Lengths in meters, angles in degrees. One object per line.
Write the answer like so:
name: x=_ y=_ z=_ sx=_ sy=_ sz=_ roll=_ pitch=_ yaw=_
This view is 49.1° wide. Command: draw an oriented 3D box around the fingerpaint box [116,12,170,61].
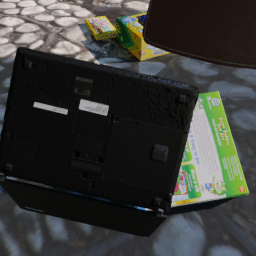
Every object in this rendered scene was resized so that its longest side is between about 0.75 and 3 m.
fingerpaint box: x=1.187 y=-4.033 z=11.733 sx=2.740 sy=1.005 sz=2.286 roll=-19 pitch=46 yaw=-19

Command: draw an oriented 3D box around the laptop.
laptop: x=-0.402 y=0.363 z=3.295 sx=1.851 sy=2.089 sz=1.079 roll=12 pitch=5 yaw=0

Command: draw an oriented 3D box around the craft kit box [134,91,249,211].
craft kit box: x=1.163 y=0.475 z=6.389 sx=2.470 sy=0.607 sz=2.501 roll=-7 pitch=71 yaw=-5

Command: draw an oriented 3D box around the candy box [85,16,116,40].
candy box: x=-1.244 y=-4.651 z=12.955 sx=1.029 sy=0.266 sz=2.014 roll=-13 pitch=44 yaw=-17

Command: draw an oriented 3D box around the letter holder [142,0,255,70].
letter holder: x=1.980 y=-2.103 z=5.206 sx=2.899 sy=2.060 sz=1.458 roll=18 pitch=9 yaw=24
